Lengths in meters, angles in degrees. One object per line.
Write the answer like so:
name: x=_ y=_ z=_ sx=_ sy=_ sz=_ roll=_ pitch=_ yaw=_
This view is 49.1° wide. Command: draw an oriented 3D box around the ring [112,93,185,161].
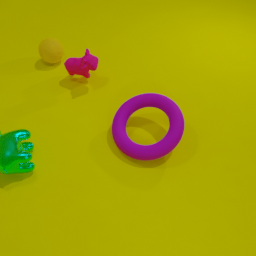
ring: x=0.547 y=-0.077 z=7.973 sx=2.091 sy=0.418 sz=2.091 roll=-6 pitch=63 yaw=11

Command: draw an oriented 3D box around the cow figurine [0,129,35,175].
cow figurine: x=-3.423 y=0.565 z=7.480 sx=1.699 sy=0.948 sz=1.726 roll=-9 pitch=45 yaw=-14

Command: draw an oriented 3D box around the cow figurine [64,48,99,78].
cow figurine: x=-1.594 y=-2.151 z=9.401 sx=1.297 sy=1.276 sz=0.712 roll=8 pitch=79 yaw=10

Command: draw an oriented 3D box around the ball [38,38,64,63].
ball: x=-2.869 y=-2.885 z=10.453 sx=0.922 sy=0.922 sz=0.922 roll=0 pitch=49 yaw=0
